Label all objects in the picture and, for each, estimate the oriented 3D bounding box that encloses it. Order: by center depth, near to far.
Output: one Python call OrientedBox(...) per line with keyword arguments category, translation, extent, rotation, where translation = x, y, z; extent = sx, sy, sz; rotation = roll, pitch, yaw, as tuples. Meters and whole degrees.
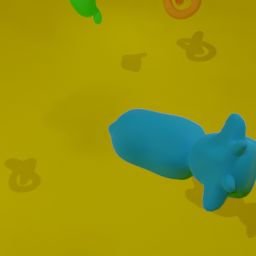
OrientedBox(category="cow figurine", translation=(0.539, 0.224, 3.134), extent=(1.672, 1.645, 0.918), rotation=(17, 89, 7))
OrientedBox(category="monkey head", translation=(-1.008, -3.316, 7.087), extent=(0.921, 1.281, 0.772), rotation=(-33, 31, 15))
OrientedBox(category="knot shape", translation=(1.338, -3.940, 7.905), extent=(1.666, 0.770, 1.559), rotation=(39, 45, -15))
